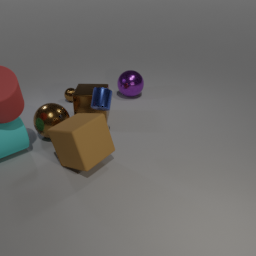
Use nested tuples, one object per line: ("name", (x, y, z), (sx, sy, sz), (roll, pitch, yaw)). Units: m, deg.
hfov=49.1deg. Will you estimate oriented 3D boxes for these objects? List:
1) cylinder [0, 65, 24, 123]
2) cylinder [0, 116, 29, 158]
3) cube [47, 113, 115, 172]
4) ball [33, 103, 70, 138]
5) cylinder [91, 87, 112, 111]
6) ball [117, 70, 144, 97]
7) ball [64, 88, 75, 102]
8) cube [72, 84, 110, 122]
("cylinder", (-4.183, -1.062, 9.046), (1.400, 1.400, 1.400), (4, 63, -9))
("cylinder", (-4.456, 0.300, 9.905), (1.400, 1.400, 1.400), (-24, 37, -33))
("cube", (-1.526, 0.413, 9.313), (1.400, 1.400, 1.400), (3, 28, 42))
("ball", (-2.984, -0.287, 10.991), (1.400, 1.400, 1.400), (0, 29, 0))
("cylinder", (-0.951, -1.037, 10.121), (0.700, 0.700, 0.700), (7, -8, 1))
("ball", (0.137, -2.321, 14.675), (1.400, 1.400, 1.400), (0, 29, 0))
("ball", (-2.893, -1.699, 14.258), (0.700, 0.700, 0.700), (0, 29, 0))
("cube", (-1.592, -1.075, 12.423), (1.400, 1.400, 1.400), (1, 29, 2))
